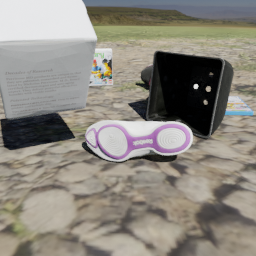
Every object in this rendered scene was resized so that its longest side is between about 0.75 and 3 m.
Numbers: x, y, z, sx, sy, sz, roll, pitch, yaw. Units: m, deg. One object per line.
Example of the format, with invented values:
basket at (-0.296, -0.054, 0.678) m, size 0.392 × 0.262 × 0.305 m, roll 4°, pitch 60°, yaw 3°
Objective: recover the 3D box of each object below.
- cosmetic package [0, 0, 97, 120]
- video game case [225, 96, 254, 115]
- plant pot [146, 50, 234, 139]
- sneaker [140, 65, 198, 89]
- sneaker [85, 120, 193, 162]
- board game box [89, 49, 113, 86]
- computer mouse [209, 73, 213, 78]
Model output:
cosmetic package at (-1.727, -1.493, 5.466) m, size 1.684 × 2.024 × 1.694 m, roll -10°, pitch 60°, yaw -21°
video game case at (3.450, -0.790, 9.622) m, size 1.149 × 0.143 × 1.606 m, roll 2°, pitch 24°, yaw 2°
plant pot at (1.994, -1.077, 8.224) m, size 2.066 × 2.071 × 1.837 m, roll 19°, pitch 20°, yaw 37°
sneaker at (1.162, -1.712, 10.652) m, size 1.584 × 1.038 × 2.742 m, roll -25°, pitch 35°, yaw -38°
sneaker at (0.242, 0.302, 6.609) m, size 2.470 × 0.925 × 1.230 m, roll 2°, pitch 0°, yaw 11°
board game box at (-1.850, -2.555, 11.883) m, size 2.394 × 1.512 × 0.414 m, roll -4°, pitch 24°, yaw -7°
computer mouse at (2.797, -2.234, 12.413) m, size 2.397 × 0.632 × 1.660 m, roll -4°, pitch 22°, yaw -37°
